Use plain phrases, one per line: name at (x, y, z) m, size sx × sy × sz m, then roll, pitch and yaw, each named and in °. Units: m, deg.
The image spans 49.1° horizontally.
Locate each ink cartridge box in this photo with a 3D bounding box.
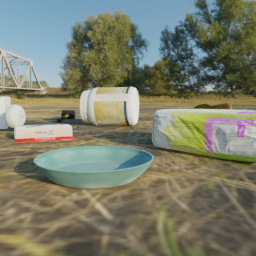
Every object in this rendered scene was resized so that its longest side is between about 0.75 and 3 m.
ink cartridge box at (-2.514, 0.139, 8.430) m, size 1.683 × 0.366 × 1.460 m, roll -2°, pitch 6°, yaw -21°

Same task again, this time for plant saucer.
plant saucer at (-0.518, 0.600, 4.442) m, size 1.850 × 0.332 × 1.850 m, roll 0°, pitch 7°, yaw 0°

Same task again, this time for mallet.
mallet at (-3.227, -0.566, 14.784) m, size 0.768 × 0.480 × 2.331 m, roll 3°, pitch 11°, yaw -7°

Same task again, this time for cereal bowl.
cereal bowl at (-3.855, -0.412, 9.787) m, size 0.349 × 0.837 × 0.837 m, roll -4°, pitch 5°, yaw 16°

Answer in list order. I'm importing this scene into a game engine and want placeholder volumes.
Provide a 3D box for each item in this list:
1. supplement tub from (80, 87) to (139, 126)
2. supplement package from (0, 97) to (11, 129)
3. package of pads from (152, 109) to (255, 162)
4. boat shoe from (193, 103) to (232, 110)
supplement tub at (-0.757, -0.919, 12.005) m, size 2.278 × 1.644 × 1.644 m, roll 1°, pitch 6°, yaw 12°
supplement package at (-5.538, -0.654, 11.411) m, size 1.294 × 1.246 × 2.276 m, roll -2°, pitch 7°, yaw -18°
package of pads at (2.219, 0.060, 6.426) m, size 2.195 × 0.969 × 2.841 m, roll -4°, pitch 7°, yaw -45°
boat shoe at (5.030, -0.924, 16.665) m, size 2.419 × 0.873 × 0.871 m, roll -5°, pitch -29°, yaw 37°
